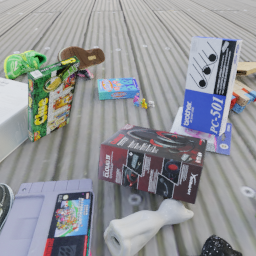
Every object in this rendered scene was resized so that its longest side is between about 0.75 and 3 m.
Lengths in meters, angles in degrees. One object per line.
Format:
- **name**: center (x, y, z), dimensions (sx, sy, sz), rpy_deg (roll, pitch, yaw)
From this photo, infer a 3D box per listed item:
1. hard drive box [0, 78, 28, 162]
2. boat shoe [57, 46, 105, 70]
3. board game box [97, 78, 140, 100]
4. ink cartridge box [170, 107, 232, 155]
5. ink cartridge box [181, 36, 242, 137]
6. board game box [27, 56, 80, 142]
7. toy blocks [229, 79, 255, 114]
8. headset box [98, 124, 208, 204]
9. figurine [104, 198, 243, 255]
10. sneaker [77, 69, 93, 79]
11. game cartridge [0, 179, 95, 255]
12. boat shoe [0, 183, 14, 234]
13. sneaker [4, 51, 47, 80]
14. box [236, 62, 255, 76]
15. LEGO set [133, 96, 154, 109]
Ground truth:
- **hard drive box**: center (-4.260, -0.399, 9.154), dimensions (2.298, 1.132, 2.949), rpy_deg (14, 36, 17)
- **boat shoe**: center (-2.171, -2.973, 12.361), dimensions (1.010, 1.008, 2.731), rpy_deg (-11, 4, 35)
- **board game box**: center (-0.423, -1.667, 11.727), dimensions (1.658, 0.373, 1.261), rpy_deg (-5, 35, -7)
- **ink cartridge box**: center (2.458, 0.025, 9.267), dimensions (1.908, 0.413, 1.873), rpy_deg (9, 35, 16)
- **ink cartridge box**: center (2.380, -1.217, 8.202), dimensions (1.273, 2.709, 0.599), rpy_deg (17, 25, 32)
- **board game box**: center (-2.271, -0.765, 8.339), dimensions (1.488, 2.840, 0.333), rpy_deg (-31, 69, -34)
- **toy blocks**: center (3.929, -1.240, 10.644), dimensions (2.337, 1.168, 1.597), rpy_deg (-19, 51, -40)
- **headset box**: center (0.581, 0.755, 7.233), dimensions (2.658, 0.997, 1.976), rpy_deg (11, 18, 17)
- **figurine**: center (0.889, 2.320, 5.674), dimensions (2.081, 0.918, 2.133), rpy_deg (-14, 36, -33)
- **sneaker**: center (-2.090, -2.546, 13.047), dimensions (0.580, 0.481, 1.217), rpy_deg (-43, 56, 0)
- **game cartridge**: center (-1.684, 2.143, 5.861), dimensions (1.866, 0.552, 2.878), rpy_deg (-8, 30, 1)
- **boat shoe**: center (-3.063, 1.964, 6.040), dimensions (0.857, 0.844, 2.379), rpy_deg (-4, 34, -5)
- **sneaker**: center (-4.822, -3.076, 13.245), dimensions (1.099, 0.974, 2.629), rpy_deg (8, 35, 18)
- **box**: center (4.620, -2.645, 12.369), dimensions (2.265, 0.295, 2.771), rpy_deg (11, 22, 41)
- **LEGO set**: center (0.553, -1.014, 10.790), dimensions (0.899, 0.369, 0.343), rpy_deg (16, 38, 22)
